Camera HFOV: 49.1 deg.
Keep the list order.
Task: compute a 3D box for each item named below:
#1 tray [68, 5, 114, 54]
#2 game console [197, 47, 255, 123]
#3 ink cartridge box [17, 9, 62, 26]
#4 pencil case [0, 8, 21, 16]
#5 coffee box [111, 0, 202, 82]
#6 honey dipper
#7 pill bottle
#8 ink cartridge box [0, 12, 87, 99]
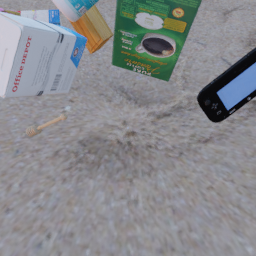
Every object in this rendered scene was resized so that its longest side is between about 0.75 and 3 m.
[{"bbox_3d":[-1.171,-2.794,6.580,0.362,1.957,0.965,-37,11,-23],"label":"tray"},{"bbox_3d":[2.181,-0.918,4.195,2.433,1.435,0.293,-38,25,10],"label":"game console"},{"bbox_3d":[-2.478,-2.671,7.466,1.397,0.812,0.470,-5,68,-8],"label":"ink cartridge box"},{"bbox_3d":[-2.908,-1.676,4.451,2.384,1.031,0.987,6,70,-37],"label":"pencil case"},{"bbox_3d":[0.402,-1.728,4.964,1.296,2.108,0.464,15,65,2],"label":"coffee box"},{"bbox_3d":[-1.738,-0.087,5.999,1.246,0.237,0.237,-21,29,34],"label":"honey dipper"},{"bbox_3d":[-0.663,-2.351,4.498,1.214,0.672,0.672,-38,44,9],"label":"pill bottle"},{"bbox_3d":[-1.157,-0.889,3.566,0.508,0.866,1.182,33,22,19],"label":"ink cartridge box"}]
